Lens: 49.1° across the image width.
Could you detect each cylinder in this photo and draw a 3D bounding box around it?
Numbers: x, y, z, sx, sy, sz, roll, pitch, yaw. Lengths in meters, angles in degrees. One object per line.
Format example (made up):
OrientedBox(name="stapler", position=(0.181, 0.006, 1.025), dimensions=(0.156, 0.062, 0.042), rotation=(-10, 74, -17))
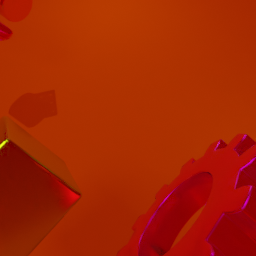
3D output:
OrientedBox(name="cylinder", position=(-2.811, -3.034, 6.486), dimensions=(0.835, 0.835, 0.835), rotation=(37, 63, 15))

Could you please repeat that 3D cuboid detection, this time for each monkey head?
OrientedBox(name="monkey head", position=(-2.649, -2.392, 5.106), dimensions=(1.965, 1.414, 1.184), rotation=(9, 75, 37))

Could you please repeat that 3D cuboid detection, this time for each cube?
OrientedBox(name="cube", position=(-1.419, 0.696, 3.381), dimensions=(1.093, 1.093, 1.093), rotation=(-47, 28, -6))

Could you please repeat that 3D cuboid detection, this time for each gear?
OrientedBox(name="gear", position=(0.570, 0.935, 2.679), dimensions=(0.370, 1.999, 1.999), rotation=(41, 63, -1))
